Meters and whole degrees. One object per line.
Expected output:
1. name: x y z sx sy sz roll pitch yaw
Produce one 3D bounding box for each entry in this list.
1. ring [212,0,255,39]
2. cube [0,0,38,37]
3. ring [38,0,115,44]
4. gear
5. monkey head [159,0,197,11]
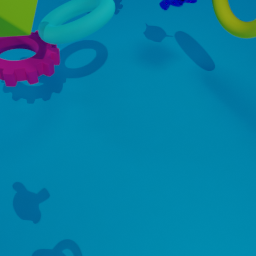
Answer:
1. ring: 2.715 -3.064 6.494 0.391 1.953 1.953 -26 62 -20
2. cube: -2.391 -2.349 5.223 0.930 0.930 0.930 7 83 27
3. ring: -1.253 -2.669 6.794 1.973 0.395 1.973 -13 42 12
4. gear: -2.780 -1.849 7.028 2.038 0.377 2.038 5 48 -5
5. monkey head: 1.279 -3.714 7.765 1.231 0.885 0.742 40 74 -11
